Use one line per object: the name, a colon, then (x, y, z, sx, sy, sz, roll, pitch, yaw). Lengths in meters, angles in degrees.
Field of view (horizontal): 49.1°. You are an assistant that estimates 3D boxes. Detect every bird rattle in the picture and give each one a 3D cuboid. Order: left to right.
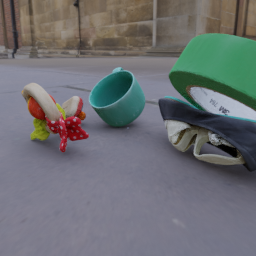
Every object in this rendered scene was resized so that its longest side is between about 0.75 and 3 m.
bird rattle: (-1.751, -0.233, 5.975, 1.042, 1.508, 1.849, -35, 21, -17)

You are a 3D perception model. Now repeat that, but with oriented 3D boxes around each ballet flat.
ballet flat: (1.420, 0.082, 5.534, 1.064, 1.064, 2.911, -12, 23, -34)

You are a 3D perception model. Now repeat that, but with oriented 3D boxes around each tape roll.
tape roll: (2.137, -0.402, 4.823, 3.002, 0.722, 3.002, 32, 1, -1)

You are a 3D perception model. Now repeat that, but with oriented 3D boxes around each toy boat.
toy boat: (-1.475, -0.413, 7.778, 0.664, 0.663, 1.016, 28, -30, -32)

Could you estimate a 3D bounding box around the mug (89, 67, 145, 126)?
mug: (-0.146, -0.835, 7.750, 1.382, 1.040, 1.682, 15, 61, 43)
